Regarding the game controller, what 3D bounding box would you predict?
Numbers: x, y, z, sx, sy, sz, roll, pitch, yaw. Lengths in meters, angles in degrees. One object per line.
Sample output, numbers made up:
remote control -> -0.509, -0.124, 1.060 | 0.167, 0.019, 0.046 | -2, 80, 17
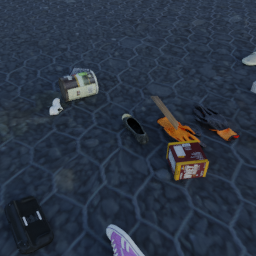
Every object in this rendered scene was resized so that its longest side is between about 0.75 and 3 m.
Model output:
game controller -> -2.740, 2.585, 7.708 | 0.930, 0.375, 1.783 | -10, 38, -35

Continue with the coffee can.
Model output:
coffee can -> -2.222, -1.879, 12.535 | 1.488, 1.089, 1.089 | -18, 42, -21

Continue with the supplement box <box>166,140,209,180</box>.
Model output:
supplement box -> 1.934, 1.044, 9.240 | 1.040, 0.700, 1.054 | -6, 39, -7

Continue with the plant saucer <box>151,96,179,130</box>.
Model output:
plant saucer -> 1.397, -0.595, 10.388 | 0.234, 1.591, 1.591 | -37, 42, 7

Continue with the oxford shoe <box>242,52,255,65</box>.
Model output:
oxford shoe -> 7.219, -4.007, 15.540 | 2.175, 0.628, 0.818 | -20, 46, -20

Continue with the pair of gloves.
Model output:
pair of gloves -> 2.715, -0.063, 10.921 | 2.632, 0.325, 2.345 | -18, 42, -22

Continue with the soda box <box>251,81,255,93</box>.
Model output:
soda box -> 6.455, -1.666, 12.750 | 0.523, 0.486, 1.532 | -27, 46, -30

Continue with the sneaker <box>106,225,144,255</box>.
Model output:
sneaker -> -0.216, 3.138, 6.780 | 0.933, 0.593, 1.637 | -30, 48, -27

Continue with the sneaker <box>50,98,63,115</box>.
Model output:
sneaker -> -3.002, -0.885, 11.951 | 0.478, 0.375, 0.963 | 7, 48, -1

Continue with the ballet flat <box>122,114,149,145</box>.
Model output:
ballet flat -> 0.302, -0.065, 10.759 | 0.599, 0.512, 1.803 | -18, 42, -21

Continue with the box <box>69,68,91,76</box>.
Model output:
box -> -2.332, -2.473, 13.681 | 0.909, 0.565, 0.916 | 4, 39, 5
